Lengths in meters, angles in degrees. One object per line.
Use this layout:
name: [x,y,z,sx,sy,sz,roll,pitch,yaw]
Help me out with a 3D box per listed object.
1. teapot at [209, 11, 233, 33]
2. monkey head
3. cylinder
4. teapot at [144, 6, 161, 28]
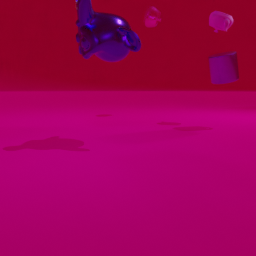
teapot: [3.038,-3.456,9.220,0.784,0.617,1.261,12,25,-16]
monkey head: [-0.482,-2.087,5.817,1.177,1.406,1.954,-14,32,-17]
cylinder: [2.784,-1.757,8.152,0.788,0.788,0.788,-12,17,4]
teapot: [1.068,-4.658,11.841,0.683,0.867,1.394,21,25,7]
